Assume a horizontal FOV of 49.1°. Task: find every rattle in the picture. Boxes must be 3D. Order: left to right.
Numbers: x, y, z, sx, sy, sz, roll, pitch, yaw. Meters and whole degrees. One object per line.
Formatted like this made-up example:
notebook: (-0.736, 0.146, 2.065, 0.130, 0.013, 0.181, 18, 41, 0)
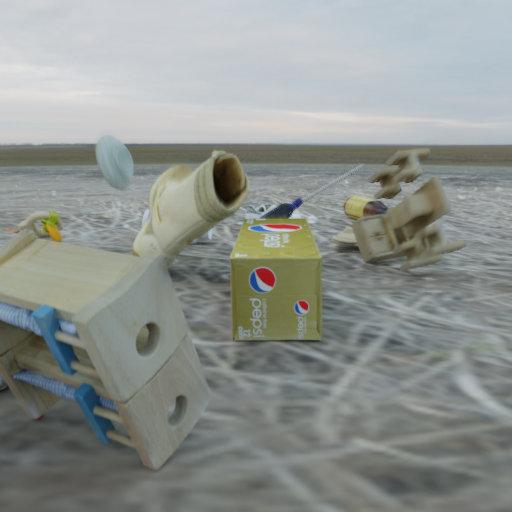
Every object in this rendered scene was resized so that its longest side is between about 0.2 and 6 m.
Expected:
rattle: (-5.186, -0.462, 13.132, 1.278, 0.913, 0.832, -16, -19, -4)

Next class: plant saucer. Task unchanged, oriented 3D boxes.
plant saucer: (-2.116, -1.458, 8.625, 0.212, 0.846, 0.846, -12, 7, 22)

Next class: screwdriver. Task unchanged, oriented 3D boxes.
screwdriver: (1.292, -1.500, 13.572, 2.990, 0.435, 0.417, -35, 0, 0)

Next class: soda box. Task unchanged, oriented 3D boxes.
soda box: (0.291, 0.182, 8.035, 1.104, 1.043, 3.260, -1, 13, 2)

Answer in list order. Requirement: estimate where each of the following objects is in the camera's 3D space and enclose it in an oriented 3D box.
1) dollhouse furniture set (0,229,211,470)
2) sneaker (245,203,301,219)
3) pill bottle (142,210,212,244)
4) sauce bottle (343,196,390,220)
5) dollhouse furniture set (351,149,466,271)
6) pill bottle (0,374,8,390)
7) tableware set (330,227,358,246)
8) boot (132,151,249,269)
dollhouse furniture set: (-1.631, 1.076, 3.812, 1.500, 1.491, 2.128, 9, 39, 31)
sneaker: (0.499, -1.004, 14.467, 1.753, 0.706, 0.670, -7, 12, -37)
pill bottle: (-1.758, -0.650, 12.614, 1.478, 0.770, 0.770, 2, 12, 5)
sauce bottle: (3.251, -1.241, 15.718, 0.693, 0.693, 2.100, -5, 15, -24)
dollhouse furniture set: (2.905, -0.692, 10.192, 1.362, 1.798, 2.051, -10, -17, -23)
pill bottle: (-2.538, 1.119, 5.241, 0.384, 0.384, 0.676, 5, 13, 24)
tableware set: (2.781, -0.365, 12.482, 2.077, 0.289, 2.487, 5, 12, 14)
boot: (-1.057, -1.172, 10.143, 2.205, 1.032, 2.836, -36, 25, 32)
